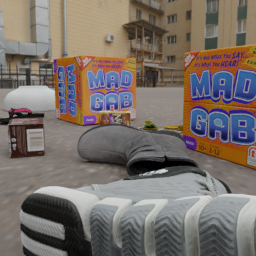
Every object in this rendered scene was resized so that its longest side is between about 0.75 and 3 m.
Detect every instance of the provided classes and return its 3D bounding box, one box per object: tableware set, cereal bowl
[{"bbox_3d":[1.082,-0.074,8.320,1.451,0.223,0.977,7,12,37],"label":"tableware set"},{"bbox_3d":[-4.605,-1.475,13.686,2.735,1.139,2.735,-1,9,0],"label":"cereal bowl"}]

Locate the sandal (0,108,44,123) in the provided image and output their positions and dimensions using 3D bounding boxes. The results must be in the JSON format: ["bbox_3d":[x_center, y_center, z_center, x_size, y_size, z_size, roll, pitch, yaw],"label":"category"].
[{"bbox_3d":[-3.803,-0.509,9.982,0.822,0.493,2.188,3,10,16],"label":"sandal"}]

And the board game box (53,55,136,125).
[{"bbox_3d":[-1.205,-1.386,10.073,2.172,2.174,2.173,-7,12,-36],"label":"board game box"}]

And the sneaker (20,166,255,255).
[{"bbox_3d":[0.688,0.692,1.803,2.728,1.024,1.576,6,10,37],"label":"sneaker"}]

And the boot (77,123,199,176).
[{"bbox_3d":[0.044,0.399,4.490,1.987,0.694,1.308,-4,15,4],"label":"boot"}]

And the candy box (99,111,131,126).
[{"bbox_3d":[-0.375,-0.221,8.227,0.916,0.535,0.259,0,11,4],"label":"candy box"}]

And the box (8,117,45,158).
[{"bbox_3d":[-2.031,0.169,5.652,0.653,0.660,0.795,-3,11,-18],"label":"box"}]

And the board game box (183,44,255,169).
[{"bbox_3d":[2.536,-0.519,5.593,2.024,2.025,2.026,-7,12,-29],"label":"board game box"}]
